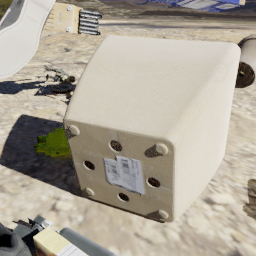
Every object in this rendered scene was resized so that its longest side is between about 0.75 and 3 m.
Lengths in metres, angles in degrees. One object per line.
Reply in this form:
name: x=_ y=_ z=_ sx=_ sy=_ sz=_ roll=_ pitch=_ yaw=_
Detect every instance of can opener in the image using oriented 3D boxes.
can opener: x=-0.957 y=1.847 z=4.305 sx=1.782 sy=0.469 sz=0.592 roll=13 pitch=49 yaw=25

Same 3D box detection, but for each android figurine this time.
android figurine: x=-1.715 y=0.364 z=7.500 sx=1.446 sy=0.297 sz=1.316 roll=-4 pitch=26 yaw=-5

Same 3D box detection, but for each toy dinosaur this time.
toy dinosaur: x=-3.291 y=-2.518 z=13.136 sx=1.181 sy=0.636 sz=2.681 roll=3 pitch=21 yaw=-29

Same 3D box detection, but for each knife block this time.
knife block: x=-2.112 y=-3.515 z=9.048 sx=2.476 sy=0.792 sz=2.174 roll=8 pitch=17 yaw=0

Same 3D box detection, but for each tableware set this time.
tableware set: x=-2.269 y=-1.491 z=11.194 sx=2.053 sy=0.412 sz=1.357 roll=18 pitch=31 yaw=33

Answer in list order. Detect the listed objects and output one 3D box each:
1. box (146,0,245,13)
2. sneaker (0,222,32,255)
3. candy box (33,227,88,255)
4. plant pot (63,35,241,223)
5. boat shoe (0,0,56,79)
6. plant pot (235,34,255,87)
box: x=1.575 y=-3.603 z=7.568 sx=2.634 sy=0.427 sz=1.595 roll=3 pitch=15 yaw=-12
sneaker: x=-2.299 y=1.593 z=4.054 sx=2.351 sy=1.067 sz=0.893 roll=8 pitch=29 yaw=19
candy box: x=-0.853 y=1.908 z=3.900 sx=1.059 sy=0.611 sz=0.293 roll=18 pitch=32 yaw=33
plant pot: x=0.356 y=0.057 z=5.566 sx=2.872 sy=2.869 sz=2.543 roll=12 pitch=39 yaw=23
boat shoe: x=-2.038 y=-1.925 z=5.388 sx=0.732 sy=2.189 sz=0.624 roll=31 pitch=-7 yaw=-36
plant pot: x=5.366 y=-2.784 z=12.388 sx=2.131 sy=2.131 sz=1.849 roll=22 pitch=50 yaw=37
